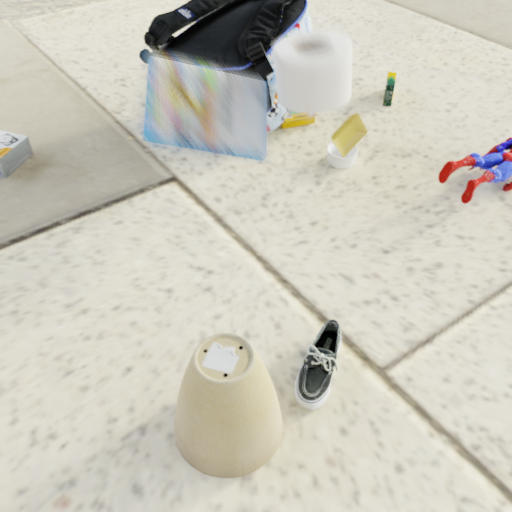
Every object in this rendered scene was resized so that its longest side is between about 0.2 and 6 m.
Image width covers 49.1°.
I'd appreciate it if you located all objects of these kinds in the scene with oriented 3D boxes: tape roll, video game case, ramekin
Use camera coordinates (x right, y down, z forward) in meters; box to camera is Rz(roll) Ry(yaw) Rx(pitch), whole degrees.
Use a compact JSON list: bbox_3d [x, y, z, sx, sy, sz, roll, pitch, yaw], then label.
[{"bbox_3d":[1.075,-3.480,10.558,1.454,0.998,1.454,-5,41,4],"label":"tape roll"},{"bbox_3d":[-0.875,-2.653,10.162,2.228,0.198,1.594,6,75,-20],"label":"video game case"},{"bbox_3d":[1.886,-2.220,12.357,0.677,0.330,0.677,0,46,0],"label":"ramekin"}]

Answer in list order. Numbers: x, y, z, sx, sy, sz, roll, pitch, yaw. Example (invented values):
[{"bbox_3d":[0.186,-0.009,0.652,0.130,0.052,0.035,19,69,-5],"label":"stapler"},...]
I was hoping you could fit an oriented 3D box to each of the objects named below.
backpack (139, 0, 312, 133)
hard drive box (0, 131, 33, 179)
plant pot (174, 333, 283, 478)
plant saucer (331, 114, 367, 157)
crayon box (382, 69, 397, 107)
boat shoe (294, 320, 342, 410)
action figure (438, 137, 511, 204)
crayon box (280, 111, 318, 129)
[{"bbox_3d":[-0.191,-4.600,12.896,3.519,2.711,3.352,21,64,29],"label":"backpack"},{"bbox_3d":[-5.805,-2.289,12.319,1.315,0.505,1.025,13,44,13],"label":"hard drive box"},{"bbox_3d":[-0.389,1.791,7.233,1.510,1.613,1.510,0,44,0],"label":"plant pot"},{"bbox_3d":[1.909,-2.540,11.690,0.759,0.759,0.184,-47,57,4],"label":"plant saucer"},{"bbox_3d":[3.438,-4.326,14.406,0.237,0.579,0.920,9,44,9],"label":"crayon box"},{"bbox_3d":[0.966,1.560,8.276,0.540,0.500,1.464,19,47,19],"label":"boat shoe"},{"bbox_3d":[5.143,-1.905,11.748,3.150,0.814,1.030,-22,53,-28],"label":"action figure"},{"bbox_3d":[0.902,-3.544,13.731,0.848,0.348,1.349,-12,44,-9],"label":"crayon box"}]
